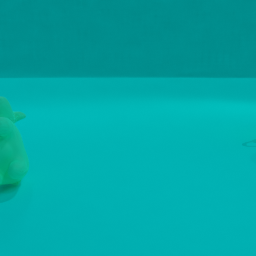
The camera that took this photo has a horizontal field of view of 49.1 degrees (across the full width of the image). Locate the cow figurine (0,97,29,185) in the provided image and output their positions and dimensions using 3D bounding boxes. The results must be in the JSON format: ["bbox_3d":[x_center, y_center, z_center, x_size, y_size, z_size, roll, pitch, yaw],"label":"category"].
[{"bbox_3d":[-1.578,0.164,3.518,0.635,1.157,1.139,-22,1,-9],"label":"cow figurine"}]
